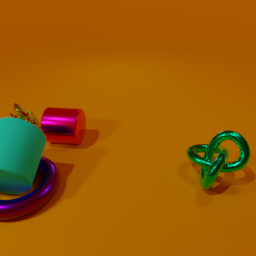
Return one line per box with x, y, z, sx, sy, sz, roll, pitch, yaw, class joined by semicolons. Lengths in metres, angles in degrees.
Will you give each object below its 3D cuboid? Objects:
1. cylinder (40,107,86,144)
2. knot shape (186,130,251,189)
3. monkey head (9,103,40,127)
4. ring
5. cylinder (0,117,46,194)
-1.795;-0.069;7.896;0.998;0.998;0.998;4;32;7;cylinder
2.101;0.639;6.442;1.362;0.672;1.455;-33;28;23;knot shape
-3.117;-0.166;7.986;0.861;1.028;1.429;-33;50;1;monkey head
-2.534;1.248;6.345;1.964;0.393;1.964;0;31;0;ring
-2.556;0.614;6.099;1.234;1.234;1.234;3;52;5;cylinder
